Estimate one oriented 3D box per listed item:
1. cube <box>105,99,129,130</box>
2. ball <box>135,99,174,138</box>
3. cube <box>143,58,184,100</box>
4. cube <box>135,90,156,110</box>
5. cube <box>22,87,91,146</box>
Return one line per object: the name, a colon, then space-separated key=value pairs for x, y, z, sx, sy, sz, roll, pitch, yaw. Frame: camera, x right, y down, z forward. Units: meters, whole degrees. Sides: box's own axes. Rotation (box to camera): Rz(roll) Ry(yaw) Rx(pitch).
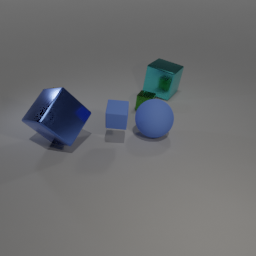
cube: x=-0.361 y=-0.446 z=9.349 sx=0.700 sy=0.700 sz=0.700 roll=5 pitch=46 yaw=1
ball: x=0.956 y=-0.348 z=10.143 sx=1.400 sy=1.400 sz=1.400 roll=0 pitch=29 yaw=0
cube: x=1.723 y=-2.417 z=13.763 sx=1.400 sy=1.400 sz=1.400 roll=23 pitch=35 yaw=19
cube: x=0.778 y=-1.173 z=12.372 sx=0.700 sy=0.700 sz=0.700 roll=15 pitch=30 yaw=13
cube: x=-2.401 y=-0.384 z=9.468 sx=1.400 sy=1.400 sz=1.400 roll=6 pitch=60 yaw=48
